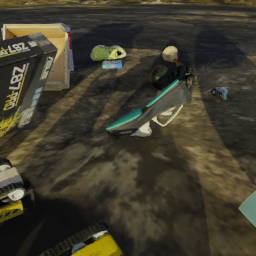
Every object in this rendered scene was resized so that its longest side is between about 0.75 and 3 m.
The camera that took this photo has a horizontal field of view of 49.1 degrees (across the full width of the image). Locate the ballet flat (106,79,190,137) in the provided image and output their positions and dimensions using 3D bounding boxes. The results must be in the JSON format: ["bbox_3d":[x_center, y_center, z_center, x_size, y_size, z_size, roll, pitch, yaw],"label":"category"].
[{"bbox_3d":[0.499,-0.248,6.417,2.123,0.776,0.776,-33,25,14],"label":"ballet flat"}]

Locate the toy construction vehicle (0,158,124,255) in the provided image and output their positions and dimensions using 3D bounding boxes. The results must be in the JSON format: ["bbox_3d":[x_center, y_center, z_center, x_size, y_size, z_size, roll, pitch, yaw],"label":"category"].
[{"bbox_3d":[-1.662,1.623,3.220,2.712,0.955,2.361,-23,46,-31],"label":"toy construction vehicle"}]

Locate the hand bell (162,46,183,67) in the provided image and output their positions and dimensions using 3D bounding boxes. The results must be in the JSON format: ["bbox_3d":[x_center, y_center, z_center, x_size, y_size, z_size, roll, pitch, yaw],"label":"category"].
[{"bbox_3d":[2.044,-2.867,11.976,0.715,0.715,1.373,-7,42,-14],"label":"hand bell"}]

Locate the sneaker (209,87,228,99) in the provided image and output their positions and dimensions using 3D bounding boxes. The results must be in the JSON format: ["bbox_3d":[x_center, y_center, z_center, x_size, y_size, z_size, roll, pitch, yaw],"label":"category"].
[{"bbox_3d":[2.828,-1.103,8.809,0.553,0.307,0.791,5,19,13],"label":"sneaker"}]

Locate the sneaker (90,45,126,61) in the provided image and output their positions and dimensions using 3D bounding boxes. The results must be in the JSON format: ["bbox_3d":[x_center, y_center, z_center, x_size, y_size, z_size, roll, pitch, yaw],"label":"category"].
[{"bbox_3d":[-0.884,-3.429,12.749,1.798,0.678,0.687,-21,34,-32],"label":"sneaker"}]

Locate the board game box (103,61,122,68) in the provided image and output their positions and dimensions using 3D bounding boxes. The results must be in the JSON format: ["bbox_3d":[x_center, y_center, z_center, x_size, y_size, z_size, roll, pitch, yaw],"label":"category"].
[{"bbox_3d":[-0.671,-2.699,11.888,0.805,0.181,0.612,-2,28,-3],"label":"board game box"}]

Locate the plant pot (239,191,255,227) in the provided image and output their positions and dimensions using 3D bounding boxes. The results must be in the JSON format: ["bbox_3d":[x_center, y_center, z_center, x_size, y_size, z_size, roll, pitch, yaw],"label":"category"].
[{"bbox_3d":[2.930,0.858,3.076,2.689,2.689,1.811,-17,57,-29],"label":"plant pot"}]

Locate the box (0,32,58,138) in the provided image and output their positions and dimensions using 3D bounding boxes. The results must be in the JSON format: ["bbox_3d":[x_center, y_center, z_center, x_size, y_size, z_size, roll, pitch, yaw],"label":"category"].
[{"bbox_3d":[-2.662,-0.610,5.639,0.618,2.517,2.029,44,41,6],"label":"box"}]

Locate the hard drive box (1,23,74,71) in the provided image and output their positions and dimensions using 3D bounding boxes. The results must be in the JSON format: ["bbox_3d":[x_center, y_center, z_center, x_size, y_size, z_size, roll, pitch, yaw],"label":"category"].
[{"bbox_3d":[-3.340,-2.926,10.615,2.285,1.781,0.877,-20,34,-31],"label":"hard drive box"}]

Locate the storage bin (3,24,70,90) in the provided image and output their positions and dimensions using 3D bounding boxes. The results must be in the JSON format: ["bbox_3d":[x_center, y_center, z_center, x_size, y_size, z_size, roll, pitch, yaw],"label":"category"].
[{"bbox_3d":[-2.898,-2.221,9.017,1.901,1.915,0.897,-1,-7,-2],"label":"storage bin"}]

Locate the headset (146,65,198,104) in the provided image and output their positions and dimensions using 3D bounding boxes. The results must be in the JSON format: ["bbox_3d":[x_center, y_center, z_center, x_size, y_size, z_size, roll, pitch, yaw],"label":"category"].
[{"bbox_3d":[1.520,-1.490,9.203,1.522,1.158,2.465,-5,13,-15],"label":"headset"}]
